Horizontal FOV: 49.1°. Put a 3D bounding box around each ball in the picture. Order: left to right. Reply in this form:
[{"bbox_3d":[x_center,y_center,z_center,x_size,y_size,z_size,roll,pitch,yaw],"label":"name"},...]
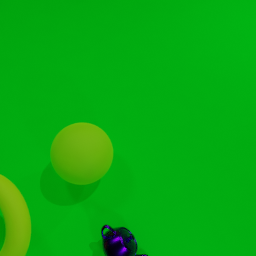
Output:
[{"bbox_3d":[-0.962,0.535,5.892,1.294,1.294,1.294,0,59,0],"label":"ball"}]

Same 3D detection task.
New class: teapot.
[{"bbox_3d":[-0.085,2.242,5.356,0.574,0.729,1.172,-41,106,15],"label":"teapot"}]

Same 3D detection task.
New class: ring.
[{"bbox_3d":[-2.681,1.778,5.071,2.041,0.408,2.041,0,89,16],"label":"ring"}]
